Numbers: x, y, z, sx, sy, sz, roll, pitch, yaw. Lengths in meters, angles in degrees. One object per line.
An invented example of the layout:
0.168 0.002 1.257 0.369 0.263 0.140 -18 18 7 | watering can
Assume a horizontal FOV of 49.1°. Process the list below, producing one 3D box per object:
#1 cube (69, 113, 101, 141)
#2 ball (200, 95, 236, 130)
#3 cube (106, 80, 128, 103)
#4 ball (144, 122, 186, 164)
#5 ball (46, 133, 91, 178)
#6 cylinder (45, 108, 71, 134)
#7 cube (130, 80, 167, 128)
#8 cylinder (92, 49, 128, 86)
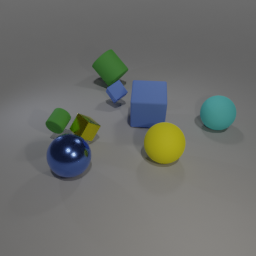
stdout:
-1.588 -0.020 10.357 0.700 0.700 0.700 38 12 34 | cube
3.633 -0.611 11.320 1.400 1.400 1.400 0 32 0 | ball
-0.530 -1.682 13.019 0.700 0.700 0.700 -36 1 -11 | cube
1.238 0.506 9.487 1.400 1.400 1.400 0 32 0 | ball
-1.869 0.871 8.906 1.400 1.400 1.400 0 32 0 | ball
-2.572 -0.265 10.355 0.700 0.700 0.700 11 51 17 | cylinder
0.846 -0.978 11.540 1.400 1.400 1.400 3 48 3 | cube
-0.938 -3.184 14.852 1.400 1.400 1.400 49 41 -4 | cylinder
